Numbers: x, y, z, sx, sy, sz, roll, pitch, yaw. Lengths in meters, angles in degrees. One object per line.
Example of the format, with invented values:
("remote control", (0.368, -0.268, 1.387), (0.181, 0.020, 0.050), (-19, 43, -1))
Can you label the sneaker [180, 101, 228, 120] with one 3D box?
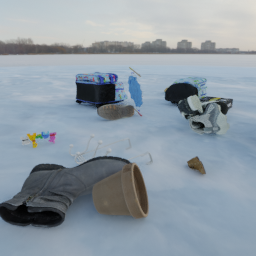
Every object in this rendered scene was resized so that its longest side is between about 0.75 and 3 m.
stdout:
("sneaker", (3.320, -0.865, 12.385), (2.165, 0.802, 0.958), (-3, 19, -12))

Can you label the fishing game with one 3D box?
("fishing game", (0.380, -1.649, 12.565), (0.325, 2.091, 1.497), (-17, 33, -18))

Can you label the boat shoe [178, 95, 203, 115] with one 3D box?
("boat shoe", (2.332, -0.833, 10.431), (0.573, 0.719, 1.901), (-22, -12, 25))

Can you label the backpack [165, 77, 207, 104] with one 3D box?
("backpack", (3.421, -2.037, 15.356), (1.931, 1.820, 2.367), (8, 1, 41))

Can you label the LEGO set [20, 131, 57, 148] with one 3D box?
("LEGO set", (-2.834, 0.401, 8.856), (1.134, 0.465, 0.432), (-8, -13, -10))

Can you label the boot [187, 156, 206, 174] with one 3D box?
("boot", (1.727, 0.982, 7.066), (0.332, 0.324, 0.881), (-18, 11, 1))

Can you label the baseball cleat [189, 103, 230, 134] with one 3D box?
("baseball cleat", (2.987, -0.423, 10.732), (1.369, 0.897, 2.573), (-2, 14, 5))

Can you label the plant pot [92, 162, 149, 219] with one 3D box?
("plant pot", (-0.164, 1.218, 5.185), (0.874, 1.002, 1.002), (-14, 14, 11))

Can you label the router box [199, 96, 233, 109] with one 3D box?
("router box", (4.337, -1.200, 14.132), (1.413, 0.469, 1.797), (11, 19, 33))

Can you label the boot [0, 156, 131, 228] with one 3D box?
("boot", (-1.049, 1.273, 5.341), (2.360, 0.824, 1.554), (-9, 18, 7))

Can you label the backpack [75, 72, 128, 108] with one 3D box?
("backpack", (-1.295, -2.123, 15.153), (2.553, 1.718, 2.331), (-14, 20, -42))

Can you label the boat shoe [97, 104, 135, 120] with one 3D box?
("boat shoe", (-0.586, -0.692, 12.275), (1.853, 0.690, 0.679), (-1, 4, -36))

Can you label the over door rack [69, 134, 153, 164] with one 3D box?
("over door rack", (-0.508, 0.599, 7.655), (1.944, 0.647, 1.436), (-7, 18, -24))

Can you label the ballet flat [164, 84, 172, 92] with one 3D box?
("ballet flat", (3.100, -2.567, 18.472), (0.747, 0.686, 2.177), (-8, 18, -24))
